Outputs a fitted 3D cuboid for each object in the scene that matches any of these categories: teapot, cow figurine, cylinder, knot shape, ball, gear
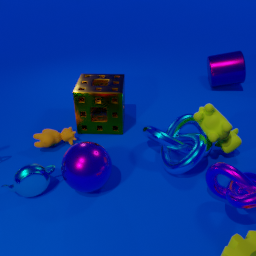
[{"bbox_3d":[-2.208,1.140,6.268,1.251,0.778,0.612,-24,28,-17],"label":"teapot"},{"bbox_3d":[2.313,0.007,7.225,1.384,0.759,1.361,54,16,13],"label":"cow figurine"},{"bbox_3d":[3.780,-2.268,10.863,1.241,1.241,1.241,-8,31,12],"label":"cylinder"},{"bbox_3d":[2.265,1.185,5.598,1.479,0.730,1.581,16,-4,33],"label":"knot shape"},{"bbox_3d":[-0.922,0.867,6.283,1.134,1.134,1.134,0,33,0],"label":"ball"},{"bbox_3d":[-1.980,0.269,7.734,0.948,0.529,0.963,1,13,16],"label":"cow figurine"},{"bbox_3d":[2.314,2.407,4.500,1.579,0.292,1.579,6,30,-4],"label":"gear"},{"bbox_3d":[1.361,0.423,7.191,1.928,0.891,1.804,-2,34,-1],"label":"knot shape"}]

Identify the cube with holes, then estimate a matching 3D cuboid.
[{"bbox_3d":[-0.813,-0.759,8.604,1.380,1.380,1.380,1,33,2],"label":"cube with holes"}]
